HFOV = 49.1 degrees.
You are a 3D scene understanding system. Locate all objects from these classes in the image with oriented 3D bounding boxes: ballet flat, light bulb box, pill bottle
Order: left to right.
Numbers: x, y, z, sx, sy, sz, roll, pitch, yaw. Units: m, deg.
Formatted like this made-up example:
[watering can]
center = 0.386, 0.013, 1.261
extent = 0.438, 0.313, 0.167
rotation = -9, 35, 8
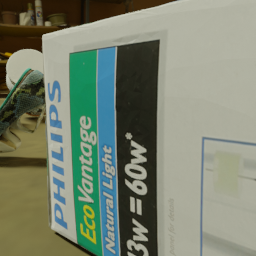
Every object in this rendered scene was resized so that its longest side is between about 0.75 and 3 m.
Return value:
[ballet flat]
center = -1.749, -0.013, 4.156
extent = 1.890, 0.702, 0.702
rotation = -44, -9, 20
[pill bottle]
center = -3.516, -1.590, 10.444
extent = 1.706, 1.706, 2.932
rotation = -2, -14, -13
[light bulb box]
center = 1.009, 0.051, 2.064
extent = 2.377, 1.483, 2.356
rotation = 7, 10, 42
